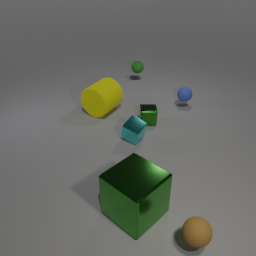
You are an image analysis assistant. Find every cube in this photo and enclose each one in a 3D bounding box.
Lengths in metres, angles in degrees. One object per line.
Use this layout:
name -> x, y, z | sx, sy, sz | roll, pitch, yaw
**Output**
cube -> 0.197, 1.786, 7.608 | 1.400, 1.400, 1.400 | 27, 41, 36
cube -> 0.863, -0.558, 12.001 | 0.700, 0.700, 0.700 | 0, 33, -2
cube -> 0.227, 0.082, 10.730 | 0.700, 0.700, 0.700 | 31, 55, 16

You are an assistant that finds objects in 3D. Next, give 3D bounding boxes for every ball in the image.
ball -> 0.545, -3.432, 15.807 | 0.700, 0.700, 0.700 | 0, 32, 0
ball -> 1.626, 2.438, 6.581 | 0.700, 0.700, 0.700 | 0, 32, 0
ball -> 2.665, -1.581, 13.138 | 0.700, 0.700, 0.700 | 0, 32, 0

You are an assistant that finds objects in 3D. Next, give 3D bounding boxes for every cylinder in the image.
cylinder -> -1.166, -1.390, 12.659 | 1.400, 1.400, 1.400 | 18, 37, 26
